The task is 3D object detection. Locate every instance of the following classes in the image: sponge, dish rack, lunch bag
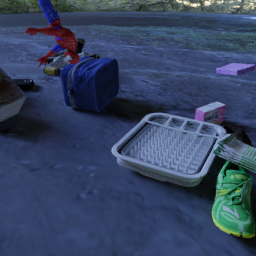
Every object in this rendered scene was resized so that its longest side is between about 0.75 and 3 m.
[{"bbox_3d":[3.652,-2.015,9.573,0.711,0.190,1.275,-19,19,-8],"label":"sponge"},{"bbox_3d":[1.060,0.485,6.910,2.225,0.565,2.593,15,31,25],"label":"dish rack"},{"bbox_3d":[-1.396,-1.568,9.846,1.478,1.518,2.234,10,31,20],"label":"lunch bag"}]

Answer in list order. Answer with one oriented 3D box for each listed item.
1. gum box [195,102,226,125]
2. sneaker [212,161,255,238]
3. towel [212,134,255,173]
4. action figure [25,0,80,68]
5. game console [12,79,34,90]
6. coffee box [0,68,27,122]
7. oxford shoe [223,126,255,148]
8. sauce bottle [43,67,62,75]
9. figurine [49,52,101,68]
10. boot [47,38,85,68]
[{"bbox_3d":[2.516,-0.382,8.544,1.052,0.597,0.348,-19,33,-32],"label":"gum box"},{"bbox_3d":[1.948,1.214,5.228,0.701,0.791,1.894,5,27,10],"label":"sneaker"},{"bbox_3d":[2.815,0.654,5.771,1.931,0.296,1.440,25,21,24],"label":"towel"},{"bbox_3d":[-2.300,-2.745,7.241,1.388,2.804,0.915,-31,2,-4],"label":"action figure"},{"bbox_3d":[-4.669,-1.465,10.993,1.497,0.306,2.537,-3,26,-5],"label":"game console"},{"bbox_3d":[-4.602,-1.361,8.607,2.496,0.995,1.427,46,37,2],"label":"coffee box"},{"bbox_3d":[2.825,0.397,7.011,0.551,0.640,1.517,-12,31,-26],"label":"oxford shoe"},{"bbox_3d":[-3.474,-2.695,13.332,1.095,0.354,0.354,8,28,12],"label":"sauce bottle"},{"bbox_3d":[-2.536,-3.127,13.461,1.899,0.838,1.946,1,10,20],"label":"figurine"},{"bbox_3d":[-3.027,-3.741,13.860,1.894,0.693,1.426,-3,56,24],"label":"boot"}]
